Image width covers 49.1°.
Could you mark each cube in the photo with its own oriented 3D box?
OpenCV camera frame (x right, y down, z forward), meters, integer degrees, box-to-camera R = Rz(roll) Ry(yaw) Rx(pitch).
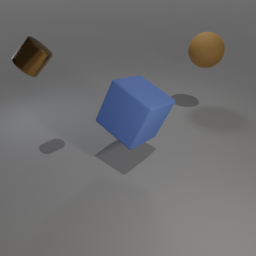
[{"bbox_3d":[0.210,-0.491,7.960,1.400,1.400,1.400,39,33,20],"label":"cube"}]

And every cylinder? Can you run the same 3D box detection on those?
[{"bbox_3d":[-2.302,-1.710,6.756,0.700,0.700,0.700,40,12,-10],"label":"cylinder"}]

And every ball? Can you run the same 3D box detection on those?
[{"bbox_3d":[3.137,-3.120,11.228,1.400,1.400,1.400,0,30,0],"label":"ball"}]
